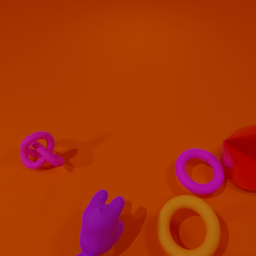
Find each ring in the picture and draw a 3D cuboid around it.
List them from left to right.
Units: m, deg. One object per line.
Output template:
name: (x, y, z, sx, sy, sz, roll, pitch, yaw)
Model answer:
ring: (1.083, 1.846, 5.133, 1.198, 0.240, 1.198, -9, 73, 31)
ring: (1.600, 0.952, 6.262, 1.111, 0.222, 1.111, 4, 54, -5)

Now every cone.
cone: (2.327, 0.456, 5.874, 1.500, 1.506, 1.500, -18, 62, 38)

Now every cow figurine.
cow figurine: (-0.639, 2.081, 5.094, 0.834, 1.520, 1.496, 18, 34, 19)

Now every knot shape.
knot shape: (-2.102, 0.571, 6.513, 1.060, 1.133, 0.524, -13, 39, 28)
